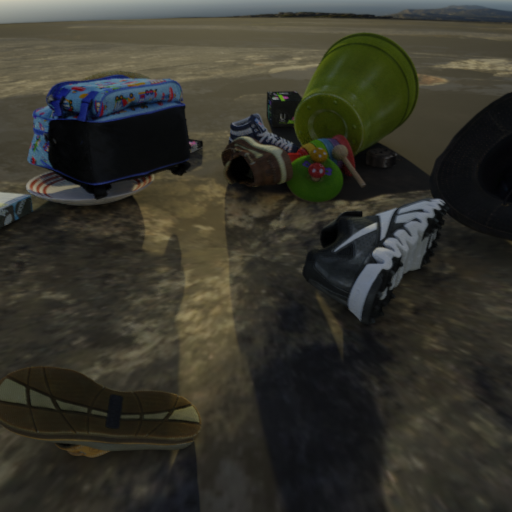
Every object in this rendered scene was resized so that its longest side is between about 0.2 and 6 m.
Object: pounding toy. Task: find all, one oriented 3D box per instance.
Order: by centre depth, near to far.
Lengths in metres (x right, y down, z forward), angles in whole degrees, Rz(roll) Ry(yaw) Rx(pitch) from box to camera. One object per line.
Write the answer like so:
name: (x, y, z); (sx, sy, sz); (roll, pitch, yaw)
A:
pounding toy: (1.377, -1.797, 11.342); (1.534, 0.712, 1.184); (-19, 61, -15)

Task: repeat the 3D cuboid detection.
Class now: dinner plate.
dinner plate: (-3.391, -1.456, 11.595); (2.545, 0.308, 2.545); (0, 26, 0)

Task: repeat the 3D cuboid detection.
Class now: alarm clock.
alarm clock: (2.898, -2.376, 13.377); (0.706, 0.348, 1.047); (-25, 33, -38)

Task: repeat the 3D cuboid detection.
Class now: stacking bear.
stacking bear: (1.227, -2.057, 12.288); (1.585, 0.901, 0.962); (-18, 27, -18)

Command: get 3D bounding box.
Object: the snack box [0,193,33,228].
snack box: (-5.087, -0.722, 10.034); (1.163, 0.371, 2.002); (6, 22, 10)

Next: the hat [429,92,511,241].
hat: (5.096, -1.293, 9.723); (3.764, 1.518, 3.764); (-22, 44, 23)

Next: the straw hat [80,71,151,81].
straw hat: (-3.349, -3.137, 13.713); (2.796, 1.183, 2.796); (-2, 67, 5)

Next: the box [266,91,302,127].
box: (0.834, -4.340, 16.524); (0.942, 0.788, 1.268); (-3, 28, -6)

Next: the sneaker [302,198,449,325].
sneaker: (1.826, -0.267, 8.545); (1.508, 1.108, 3.334); (25, 38, 26)

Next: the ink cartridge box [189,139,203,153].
ink cartridge box: (-2.015, -2.898, 14.486); (1.172, 0.217, 0.555); (12, 30, 25)

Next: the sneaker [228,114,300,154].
sneaker: (0.404, -2.601, 12.862); (2.196, 1.191, 0.770); (3, 28, 6)

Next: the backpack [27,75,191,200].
backpack: (-3.176, -2.574, 11.412); (2.991, 2.012, 2.731); (18, 30, 37)

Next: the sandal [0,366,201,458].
sandal: (-1.626, 1.689, 5.691); (2.098, 0.567, 0.843); (12, 32, -9)

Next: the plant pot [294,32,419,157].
plant pot: (2.244, -3.629, 13.685); (2.739, 2.739, 2.638); (15, 44, 25)

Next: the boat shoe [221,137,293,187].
boat shoe: (-0.284, -1.914, 11.619); (0.961, 0.959, 2.598); (-23, 19, -20)
